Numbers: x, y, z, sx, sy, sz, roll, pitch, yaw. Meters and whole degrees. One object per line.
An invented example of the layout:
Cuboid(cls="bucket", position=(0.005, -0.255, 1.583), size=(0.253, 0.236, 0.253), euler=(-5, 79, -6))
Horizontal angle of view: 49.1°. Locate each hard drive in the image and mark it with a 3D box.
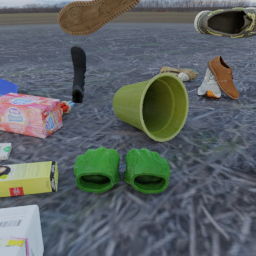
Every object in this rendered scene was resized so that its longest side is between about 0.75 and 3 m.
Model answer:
Cuboid(cls="hard drive", position=(-5.674, -1.706, 12.169), size=(1.622, 0.312, 2.459), euler=(22, 15, -27))

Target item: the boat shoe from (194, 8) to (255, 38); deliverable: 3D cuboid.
Cuboid(cls="boat shoe", position=(3.434, -3.257, 8.731), size=(2.590, 0.926, 0.774), euler=(-3, 23, -7))

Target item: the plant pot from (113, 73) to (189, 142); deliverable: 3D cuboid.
Cuboid(cls="plant pot", position=(0.572, -0.747, 9.412), size=(2.127, 2.127, 2.020), euler=(-19, 19, -34))

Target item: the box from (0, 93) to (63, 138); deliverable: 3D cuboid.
Cuboid(cls="box", position=(-3.467, -0.465, 9.554), size=(2.152, 1.019, 1.105), euler=(10, 27, 19))

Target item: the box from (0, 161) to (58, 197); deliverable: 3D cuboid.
Cuboid(cls="box", position=(-2.679, 1.228, 6.645), size=(1.942, 0.487, 0.731), euler=(-4, 26, -10))

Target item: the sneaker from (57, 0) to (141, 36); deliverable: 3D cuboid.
Cuboid(cls="sneaker", position=(-0.463, -2.524, 5.584), size=(1.934, 0.689, 1.088), euler=(-12, 37, 28))

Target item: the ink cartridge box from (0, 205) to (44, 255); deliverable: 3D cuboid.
Cuboid(cls="ink cartridge box", position=(-2.122, 2.032, 3.516), size=(1.656, 0.960, 2.844), euler=(-5, 7, -8))

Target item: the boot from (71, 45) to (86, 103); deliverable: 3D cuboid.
Cuboid(cls="boot", position=(-0.913, -0.956, 5.034), size=(0.273, 0.685, 0.832), euler=(-1, 56, 6))

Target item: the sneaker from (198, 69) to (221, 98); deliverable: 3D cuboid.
Cuboid(cls="sneaker", position=(3.948, -2.333, 13.128), size=(1.081, 1.313, 2.855), euler=(9, 28, 17))

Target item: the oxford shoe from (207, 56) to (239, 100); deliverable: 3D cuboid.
Cuboid(cls="oxford shoe", position=(4.328, -2.208, 12.302), size=(0.751, 2.104, 0.750), euler=(-30, -3, -44))

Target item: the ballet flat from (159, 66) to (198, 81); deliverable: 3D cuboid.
Cuboid(cls="ballet flat", position=(2.660, -2.812, 15.062), size=(2.173, 0.766, 0.709), euler=(14, 55, 33))

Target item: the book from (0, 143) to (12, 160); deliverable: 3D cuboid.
Cuboid(cls="book", position=(-3.942, 0.708, 8.080), size=(1.003, 0.241, 0.670), euler=(-3, 28, -10))

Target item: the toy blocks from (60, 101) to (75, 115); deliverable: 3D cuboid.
Cuboid(cls="toy blocks", position=(-2.856, -0.776, 10.798), size=(1.189, 0.518, 1.426), euler=(13, 29, 25))

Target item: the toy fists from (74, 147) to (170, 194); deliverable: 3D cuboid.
Cuboid(cls="toy fists", position=(-0.135, 1.003, 6.794), size=(2.313, 0.795, 1.179), euler=(0, 30, 0))
